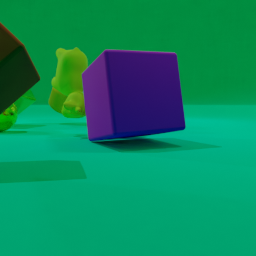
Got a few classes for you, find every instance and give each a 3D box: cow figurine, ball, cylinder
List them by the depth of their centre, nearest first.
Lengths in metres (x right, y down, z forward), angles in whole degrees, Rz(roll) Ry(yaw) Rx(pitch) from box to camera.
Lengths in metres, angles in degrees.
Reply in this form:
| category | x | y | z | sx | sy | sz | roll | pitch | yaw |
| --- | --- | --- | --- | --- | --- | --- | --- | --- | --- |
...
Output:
| category | x | y | z | sx | sy | sz | roll | pitch | yaw |
| --- | --- | --- | --- | --- | --- | --- | --- | --- | --- |
| cow figurine | -1.149 | -0.971 | 6.084 | 0.812 | 1.479 | 1.455 | -2 | 23 | -33 |
| ball | -3.168 | -0.345 | 6.856 | 0.881 | 0.881 | 0.881 | 0 | 5 | 0 |
| cylinder | -1.947 | -1.234 | 9.596 | 1.255 | 1.255 | 1.255 | 20 | 26 | -10 |

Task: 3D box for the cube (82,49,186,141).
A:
| category | x | y | z | sx | sy | sz | roll | pitch | yaw |
| --- | --- | --- | --- | --- | --- | --- | --- | --- | --- |
| cube | 0.042 | -0.506 | 4.923 | 1.309 | 1.309 | 1.309 | -5 | -4 | -25 |

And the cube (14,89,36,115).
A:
| category | x | y | z | sx | sy | sz | roll | pitch | yaw |
| --- | --- | --- | --- | --- | --- | --- | --- | --- | --- |
| cube | -3.996 | -1.101 | 8.609 | 1.359 | 1.359 | 1.359 | -35 | -13 | 14 |

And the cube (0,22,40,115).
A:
| category | x | y | z | sx | sy | sz | roll | pitch | yaw |
| --- | --- | --- | --- | --- | --- | --- | --- | --- | --- |
| cube | -1.635 | -0.702 | 3.058 | 0.852 | 0.852 | 0.852 | -46 | -5 | -14 |
